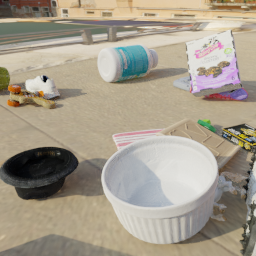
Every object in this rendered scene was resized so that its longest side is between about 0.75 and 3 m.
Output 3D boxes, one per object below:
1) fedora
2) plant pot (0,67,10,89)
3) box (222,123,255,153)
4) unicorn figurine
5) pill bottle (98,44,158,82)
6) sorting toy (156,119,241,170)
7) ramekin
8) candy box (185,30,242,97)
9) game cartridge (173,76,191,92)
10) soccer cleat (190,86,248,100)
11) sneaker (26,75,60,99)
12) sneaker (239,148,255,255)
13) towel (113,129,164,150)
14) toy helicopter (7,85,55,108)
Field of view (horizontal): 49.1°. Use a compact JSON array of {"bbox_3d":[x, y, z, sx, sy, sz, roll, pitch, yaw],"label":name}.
[{"bbox_3d":[-1.708,0.951,5.532,1.501,0.685,1.501,2,24,-1],"label":"fedora"},{"bbox_3d":[-5.458,-1.983,11.088,1.307,1.307,1.258,21,20,36],"label":"plant pot"},{"bbox_3d":[3.194,0.241,7.470,0.845,0.261,1.058,-13,28,-22],"label":"box"},{"bbox_3d":[1.520,1.251,5.117,1.269,0.469,0.872,-30,27,-17],"label":"unicorn figurine"},{"bbox_3d":[0.081,-2.971,12.653,2.657,1.472,1.472,-17,31,-31],"label":"pill bottle"},{"bbox_3d":[1.937,0.286,7.135,1.702,0.339,2.302,30,30,27],"label":"sorting toy"},{"bbox_3d":[0.560,1.031,4.770,1.877,0.985,1.877,-8,29,5],"label":"ramekin"},{"bbox_3d":[2.988,-2.230,9.862,1.631,1.945,0.696,-10,-12,26],"label":"candy box"},{"bbox_3d":[2.738,-1.901,11.810,1.592,0.331,1.060,-17,27,-31],"label":"game cartridge"},{"bbox_3d":[3.337,-1.349,10.433,2.113,0.705,0.808,26,67,33],"label":"soccer cleat"},{"bbox_3d":[-3.304,-1.691,10.781,1.882,0.819,0.701,18,32,35],"label":"sneaker"},{"bbox_3d":[2.692,1.221,4.832,1.255,0.921,2.773,13,32,19],"label":"sneaker"},{"bbox_3d":[0.511,0.574,6.817,1.527,0.312,2.087,-5,24,-11],"label":"towel"},{"bbox_3d":[-3.293,-1.032,9.877,1.718,0.678,1.136,19,21,13],"label":"toy helicopter"}]
